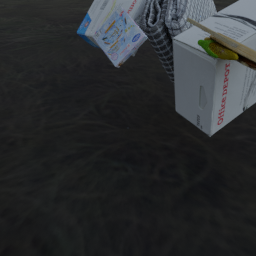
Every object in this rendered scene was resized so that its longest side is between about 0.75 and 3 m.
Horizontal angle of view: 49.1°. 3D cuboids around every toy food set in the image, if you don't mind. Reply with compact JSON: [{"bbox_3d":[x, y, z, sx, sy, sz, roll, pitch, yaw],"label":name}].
[{"bbox_3d":[1.612,-1.070,4.133,1.620,0.325,1.118,8,31,-35],"label":"toy food set"}]

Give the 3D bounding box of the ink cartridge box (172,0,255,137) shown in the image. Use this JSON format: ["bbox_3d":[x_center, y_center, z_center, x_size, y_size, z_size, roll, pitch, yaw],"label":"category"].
[{"bbox_3d":[2.381,-1.464,6.063,2.794,2.027,1.170,-33,50,-18],"label":"ink cartridge box"}]

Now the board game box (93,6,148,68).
[{"bbox_3d":[-0.172,-1.817,5.624,0.846,0.848,0.174,54,23,12],"label":"board game box"}]

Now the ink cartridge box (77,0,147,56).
[{"bbox_3d":[-0.344,-2.923,7.887,1.894,1.369,0.802,26,-4,41],"label":"ink cartridge box"}]

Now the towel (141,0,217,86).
[{"bbox_3d":[1.490,-2.843,7.629,1.282,2.481,2.996,-5,56,31],"label":"towel"}]
